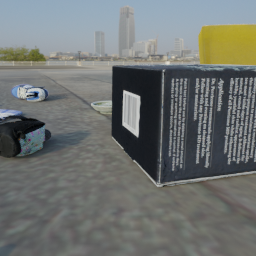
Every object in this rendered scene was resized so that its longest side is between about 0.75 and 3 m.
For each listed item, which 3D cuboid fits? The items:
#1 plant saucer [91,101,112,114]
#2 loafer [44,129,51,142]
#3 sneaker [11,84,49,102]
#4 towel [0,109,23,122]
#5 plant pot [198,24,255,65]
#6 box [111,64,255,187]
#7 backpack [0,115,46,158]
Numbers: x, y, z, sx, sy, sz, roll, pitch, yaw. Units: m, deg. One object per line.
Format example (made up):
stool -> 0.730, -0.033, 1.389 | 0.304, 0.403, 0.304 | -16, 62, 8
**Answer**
plant saucer -> -0.585, -0.660, 9.149 | 1.237, 0.310, 1.237 | 0, 13, 0
loafer -> -2.090, 0.163, 5.784 | 0.951, 0.342, 0.300 | -10, 12, -24
sneaker -> -4.218, -1.460, 11.635 | 1.664, 0.670, 1.219 | 5, 10, -1
towel -> -4.117, -0.323, 7.974 | 1.364, 0.221, 1.857 | 4, 14, 13
plant pot -> 3.311, -1.385, 7.604 | 2.776, 2.448, 2.776 | 2, 14, 11
box -> 1.249, -0.324, 5.081 | 2.603, 1.641, 2.648 | -2, 14, -17
backpack -> -1.987, 0.159, 5.112 | 0.846, 0.641, 1.013 | 19, 20, 18
